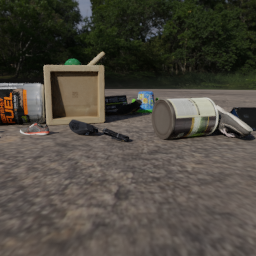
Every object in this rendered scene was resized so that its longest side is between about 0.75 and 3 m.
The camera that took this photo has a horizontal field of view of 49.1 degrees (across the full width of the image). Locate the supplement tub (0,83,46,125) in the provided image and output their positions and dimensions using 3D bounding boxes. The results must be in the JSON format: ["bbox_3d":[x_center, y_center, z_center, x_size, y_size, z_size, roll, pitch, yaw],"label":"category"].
[{"bbox_3d":[-4.578,-0.935,10.852,2.617,1.603,1.603,-3,10,-13],"label":"supplement tub"}]

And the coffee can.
[{"bbox_3d":[1.705,-0.316,8.476,1.625,1.189,1.189,-4,11,-24],"label":"coffee can"}]

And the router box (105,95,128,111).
[{"bbox_3d":[-1.283,-1.194,14.157,1.690,0.701,2.255,-5,6,29],"label":"router box"}]

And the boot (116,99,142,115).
[{"bbox_3d":[0.081,-0.956,14.068,1.344,0.492,1.012,-28,-6,-2],"label":"boot"}]

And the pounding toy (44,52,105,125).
[{"bbox_3d":[-2.062,-1.756,11.612,2.654,2.883,2.049,-3,12,-15],"label":"pounding toy"}]

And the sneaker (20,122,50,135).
[{"bbox_3d":[-2.979,0.003,8.985,0.969,0.397,0.374,1,10,5],"label":"sneaker"}]

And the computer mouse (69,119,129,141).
[{"bbox_3d":[-0.951,0.153,8.457,2.359,0.402,0.692,14,-9,39],"label":"computer mouse"}]

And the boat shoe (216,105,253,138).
[{"bbox_3d":[3.150,-0.067,8.940,0.898,0.765,2.685,34,13,-5],"label":"boat shoe"}]

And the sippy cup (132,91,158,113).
[{"bbox_3d":[0.962,-1.425,15.146,1.157,1.080,1.473,4,11,22],"label":"sippy cup"}]

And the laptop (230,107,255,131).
[{"bbox_3d":[5.071,-0.156,10.719,2.062,1.202,2.327,0,36,3],"label":"laptop"}]
